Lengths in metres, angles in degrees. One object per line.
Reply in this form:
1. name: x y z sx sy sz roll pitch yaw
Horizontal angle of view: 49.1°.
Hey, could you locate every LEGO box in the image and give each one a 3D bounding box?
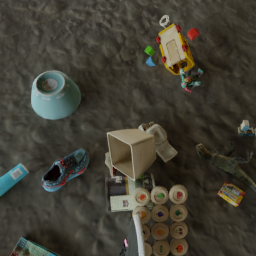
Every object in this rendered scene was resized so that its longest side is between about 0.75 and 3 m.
1. LEGO box: 3.771 2.390 10.226 0.762 0.294 0.568 34 67 17

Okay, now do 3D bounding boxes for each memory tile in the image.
1. memory tile: 1.052 3.091 9.188 1.863 0.204 2.430 -2 96 -2

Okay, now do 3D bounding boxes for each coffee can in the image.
1. coffee can: 0.085 2.253 9.779 1.657 1.213 1.213 -4 62 -3

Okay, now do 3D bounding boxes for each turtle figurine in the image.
1. turtle figurine: 2.715 -2.197 12.420 1.106 0.743 1.477 37 52 3

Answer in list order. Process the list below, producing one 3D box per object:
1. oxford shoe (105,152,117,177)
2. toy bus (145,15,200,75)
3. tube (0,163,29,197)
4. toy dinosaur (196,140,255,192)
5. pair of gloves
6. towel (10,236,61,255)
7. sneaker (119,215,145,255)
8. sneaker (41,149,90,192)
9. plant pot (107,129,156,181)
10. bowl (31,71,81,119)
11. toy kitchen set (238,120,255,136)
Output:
1. oxford shoe: -0.665 1.401 10.782 0.380 0.365 1.030 -17 60 19
2. toy bus: 2.197 -3.661 12.884 2.283 1.250 2.419 30 94 40
3. tube: -4.589 2.077 10.343 1.871 0.472 0.725 -39 59 -12
4. toy dinosaur: 3.975 1.236 10.662 2.799 0.664 1.233 34 82 16
5. pair of gloves: 0.635 0.726 11.065 2.186 0.383 1.859 -24 64 -13
6. towel: -3.083 4.548 9.142 1.830 0.199 1.342 22 63 11
7. sneaker: -0.233 4.143 8.531 1.449 1.033 2.922 2 85 1
8. sneaker: -2.255 1.482 10.307 0.828 0.997 2.087 40 69 19
9. plant pot: 0.226 0.757 9.759 1.222 1.378 1.380 -22 30 -31
10. bowl: -3.141 -1.570 11.858 2.175 1.138 2.175 1 62 -1
11. toy kitchen set: 4.989 0.129 11.146 0.982 0.787 0.578 1 61 1
